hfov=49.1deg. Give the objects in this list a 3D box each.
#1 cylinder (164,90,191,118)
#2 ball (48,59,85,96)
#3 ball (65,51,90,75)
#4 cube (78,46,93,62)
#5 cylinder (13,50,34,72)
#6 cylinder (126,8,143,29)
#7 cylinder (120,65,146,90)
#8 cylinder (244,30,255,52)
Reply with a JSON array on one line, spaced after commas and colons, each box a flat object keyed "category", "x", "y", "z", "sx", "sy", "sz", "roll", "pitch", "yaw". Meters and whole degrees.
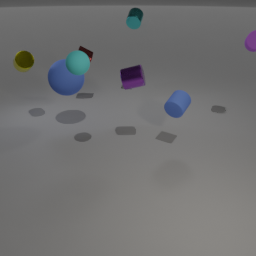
[{"category": "cylinder", "x": 1.690, "y": -0.817, "z": 9.524, "sx": 0.700, "sy": 0.700, "sz": 0.700, "roll": 17, "pitch": 50, "yaw": 30}, {"category": "ball", "x": -2.404, "y": -1.965, "z": 10.922, "sx": 1.400, "sy": 1.400, "sz": 1.400, "roll": 0, "pitch": 27, "yaw": 0}, {"category": "ball", "x": -1.458, "y": -1.885, "z": 8.124, "sx": 0.700, "sy": 0.700, "sz": 0.700, "roll": 0, "pitch": 27, "yaw": 0}, {"category": "cube", "x": -2.117, "y": -3.291, "z": 13.190, "sx": 0.700, "sy": 0.700, "sz": 0.700, "roll": 24, "pitch": 38, "yaw": -19}, {"category": "cylinder", "x": -4.049, "y": -2.571, "z": 10.859, "sx": 0.700, "sy": 0.700, "sz": 0.700, "roll": -15, "pitch": 6, "yaw": -27}, {"category": "cylinder", "x": 0.317, "y": -5.094, "z": 13.037, "sx": 0.700, "sy": 0.700, "sz": 0.700, "roll": 7, "pitch": 56, "yaw": 13}, {"category": "cylinder", "x": 0.167, "y": -1.669, "z": 9.229, "sx": 0.700, "sy": 0.700, "sz": 0.700, "roll": -11, "pitch": 25, "yaw": 11}, {"category": "cylinder", "x": 4.748, "y": -3.234, "z": 10.433, "sx": 0.700, "sy": 0.700, "sz": 0.700, "roll": 8, "pitch": 10, "yaw": 16}]
